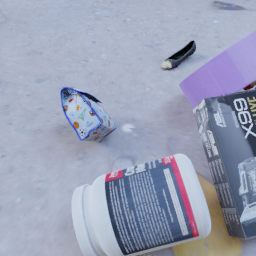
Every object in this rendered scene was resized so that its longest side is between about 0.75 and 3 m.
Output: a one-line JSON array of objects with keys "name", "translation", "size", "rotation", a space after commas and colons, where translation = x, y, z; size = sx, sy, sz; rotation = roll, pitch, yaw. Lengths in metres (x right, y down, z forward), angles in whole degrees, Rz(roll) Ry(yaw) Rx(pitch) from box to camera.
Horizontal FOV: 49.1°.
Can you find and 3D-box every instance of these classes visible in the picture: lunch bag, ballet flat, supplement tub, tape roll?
[{"name": "lunch bag", "translation": [-0.969, -0.369, 6.597], "size": [0.793, 1.089, 1.281], "rotation": [-39, 74, 7]}, {"name": "ballet flat", "translation": [1.781, -2.588, 9.920], "size": [1.685, 0.479, 0.560], "rotation": [-38, 50, -25]}, {"name": "supplement tub", "translation": [0.220, 1.300, 4.585], "size": [1.951, 1.369, 1.369], "rotation": [-16, 42, 4]}, {"name": "tape roll", "translation": [2.697, -1.478, 7.025], "size": [2.777, 2.777, 0.911], "rotation": [-30, 88, -29]}]

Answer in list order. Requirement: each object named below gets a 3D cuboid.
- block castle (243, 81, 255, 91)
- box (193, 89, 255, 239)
[{"name": "block castle", "translation": [3.202, -0.386, 6.641], "size": [1.088, 0.764, 1.627], "rotation": [4, 80, -30]}, {"name": "box", "translation": [2.587, 0.550, 5.365], "size": [2.027, 0.640, 2.571], "rotation": [-9, 76, -11]}]
